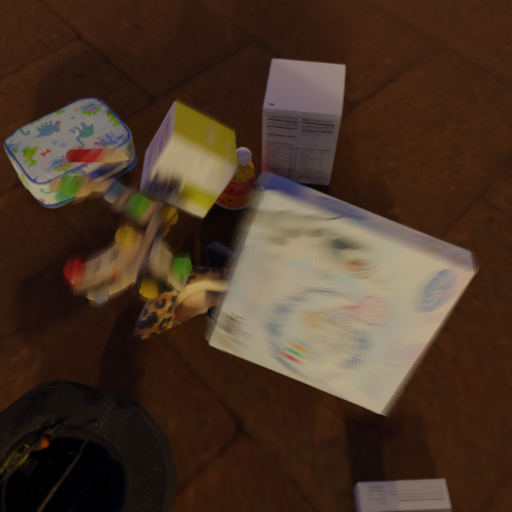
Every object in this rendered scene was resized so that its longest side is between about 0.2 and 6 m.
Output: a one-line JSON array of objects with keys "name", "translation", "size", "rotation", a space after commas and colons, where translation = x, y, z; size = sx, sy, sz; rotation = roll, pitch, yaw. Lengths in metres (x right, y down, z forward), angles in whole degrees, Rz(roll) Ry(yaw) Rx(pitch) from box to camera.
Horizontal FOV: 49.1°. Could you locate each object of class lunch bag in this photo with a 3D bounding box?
[{"name": "lunch bag", "translation": [-3.999, -2.243, 12.234], "size": [2.469, 1.018, 1.985], "rotation": [-34, 62, -20]}]

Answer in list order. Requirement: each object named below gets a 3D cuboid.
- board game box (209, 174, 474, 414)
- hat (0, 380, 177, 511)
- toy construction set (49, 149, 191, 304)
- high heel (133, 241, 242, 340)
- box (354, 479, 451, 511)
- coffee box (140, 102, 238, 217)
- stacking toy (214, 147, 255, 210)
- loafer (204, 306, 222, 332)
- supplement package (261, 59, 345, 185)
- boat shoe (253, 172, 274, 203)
[{"name": "board game box", "translation": [1.147, 0.708, 8.684], "size": [3.080, 3.095, 0.671], "rotation": [23, 33, 2]}, {"name": "hat", "translation": [-2.742, 3.590, 8.255], "size": [3.411, 1.376, 3.411], "rotation": [-3, 52, 4]}, {"name": "toy construction set", "translation": [-2.026, -0.508, 9.535], "size": [2.097, 2.729, 2.276], "rotation": [3, 36, 28]}, {"name": "high heel", "translation": [-0.748, 0.888, 10.182], "size": [1.945, 0.974, 2.729], "rotation": [28, 52, 24]}, {"name": "box", "translation": [2.282, 4.326, 8.355], "size": [1.401, 0.370, 1.797], "rotation": [-1, 58, -1]}, {"name": "coffee box", "translation": [-1.303, -1.880, 10.972], "size": [1.397, 1.382, 1.395], "rotation": [23, 36, -25]}, {"name": "stacking toy", "translation": [-0.408, -1.742, 11.559], "size": [1.094, 1.497, 1.094], "rotation": [5, 62, -9]}, {"name": "loafer", "translation": [0.025, 1.169, 10.106], "size": [1.985, 0.717, 0.722], "rotation": [10, 45, 6]}, {"name": "supplement package", "translation": [0.975, -2.821, 11.980], "size": [1.555, 2.064, 1.566], "rotation": [7, 57, 4]}, {"name": "boat shoe", "translation": [0.738, -0.989, 11.613], "size": [1.861, 0.575, 0.677], "rotation": [36, 48, -5]}]
